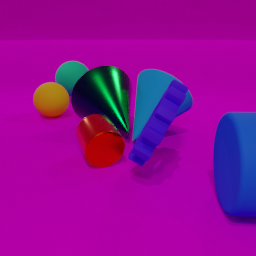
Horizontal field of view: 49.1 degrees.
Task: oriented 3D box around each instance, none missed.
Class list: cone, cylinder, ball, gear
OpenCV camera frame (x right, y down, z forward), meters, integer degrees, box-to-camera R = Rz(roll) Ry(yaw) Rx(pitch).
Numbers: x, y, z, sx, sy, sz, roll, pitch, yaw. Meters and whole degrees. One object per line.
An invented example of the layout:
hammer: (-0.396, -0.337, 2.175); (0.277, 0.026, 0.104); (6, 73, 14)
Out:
cone: (-0.331, -0.378, 6.693); (1.676, 1.676, 1.682); (-9, 38, -23)
cylinder: (2.000, 0.480, 3.774); (1.379, 1.379, 1.379); (1, 19, 3)
ball: (-2.229, -0.819, 8.176); (1.016, 1.016, 1.016); (0, 19, 0)
gear: (0.474, -0.084, 4.547); (0.268, 1.450, 1.450); (30, 22, 1)
ball: (-1.955, -1.758, 10.051); (1.260, 1.260, 1.260); (0, 19, 0)
cone: (0.492, -0.297, 6.460); (1.482, 1.482, 1.488); (16, 63, 39)
cylinder: (-0.540, 0.229, 5.352); (0.770, 0.770, 0.770); (-8, 30, -21)
